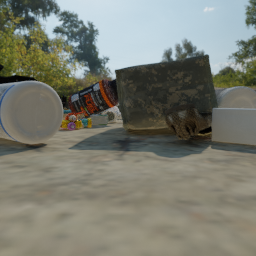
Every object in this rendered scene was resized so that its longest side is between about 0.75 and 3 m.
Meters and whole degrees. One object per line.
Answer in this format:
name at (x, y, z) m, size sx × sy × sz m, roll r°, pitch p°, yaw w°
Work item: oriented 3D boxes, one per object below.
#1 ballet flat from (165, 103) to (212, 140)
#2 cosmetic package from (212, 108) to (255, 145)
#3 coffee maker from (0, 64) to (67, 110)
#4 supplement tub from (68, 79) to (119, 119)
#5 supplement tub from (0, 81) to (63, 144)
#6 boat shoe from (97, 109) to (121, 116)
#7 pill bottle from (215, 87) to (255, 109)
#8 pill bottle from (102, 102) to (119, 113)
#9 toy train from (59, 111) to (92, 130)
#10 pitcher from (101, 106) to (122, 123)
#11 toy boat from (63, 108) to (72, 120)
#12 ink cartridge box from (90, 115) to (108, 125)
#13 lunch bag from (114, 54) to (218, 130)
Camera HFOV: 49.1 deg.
ballet flat at (1.406, -0.028, 5.833) m, size 0.864 × 0.594 × 2.564 m, roll -18°, pitch -11°, yaw 23°
cosmetic package at (2.187, -0.040, 5.201) m, size 0.477 × 0.664 × 1.177 m, roll -4°, pitch 9°, yaw -44°
coffee maker at (-4.356, -0.896, 10.366) m, size 2.909 × 1.959 × 2.794 m, roll 7°, pitch -14°, yaw 46°
supplement tub at (-1.169, -1.179, 10.977) m, size 2.166 × 1.158 × 1.158 m, roll -24°, pitch -1°, yaw 14°
supplement tub at (-2.215, -0.326, 5.577) m, size 1.167 × 1.167 × 1.770 m, roll -4°, pitch 7°, yaw -43°
boat shoe at (-0.771, -0.796, 14.438) m, size 2.055 × 0.620 × 0.777 m, roll 1°, pitch 5°, yaw 9°
pill bottle at (2.766, -0.544, 7.998) m, size 1.182 × 1.182 × 2.077 m, roll 0°, pitch 5°, yaw -4°
pill bottle at (-0.804, -1.051, 13.520) m, size 0.586 × 1.036 × 0.586 m, roll 26°, pitch 20°, yaw -10°
toy train at (-1.942, -0.252, 8.498) m, size 1.421 × 0.526 × 1.891 m, roll 3°, pitch 6°, yaw 26°
pitcher at (-0.567, -0.555, 11.551) m, size 0.997 × 0.704 × 1.162 m, roll 4°, pitch 14°, yaw 1°
toy boat at (-3.194, -0.768, 13.718) m, size 1.479 × 0.687 × 1.244 m, roll 4°, pitch 7°, yaw 40°
ink cartridge box at (-1.042, -0.313, 10.271) m, size 0.614 × 0.348 × 0.838 m, roll 0°, pitch 5°, yaw -2°
lunch bag at (0.931, -0.793, 7.896) m, size 2.355 × 1.688 × 2.872 m, roll -9°, pitch -6°, yaw 0°
